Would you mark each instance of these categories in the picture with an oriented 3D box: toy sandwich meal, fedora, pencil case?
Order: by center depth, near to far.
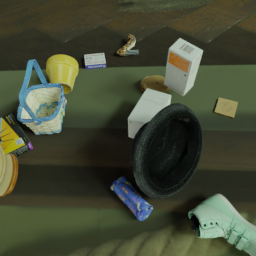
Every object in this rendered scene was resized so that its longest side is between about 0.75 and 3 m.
[{"bbox_3d":[0.100,2.104,8.448,0.579,0.645,1.485,-47,58,-1],"label":"pencil case"},{"bbox_3d":[0.977,0.619,8.469,2.862,2.862,1.307,-35,26,-27],"label":"fedora"},{"bbox_3d":[-4.638,1.329,8.866,2.385,0.817,2.385,-3,72,11],"label":"toy sandwich meal"},{"bbox_3d":[1.182,-1.778,12.054,1.321,0.452,1.321,2,51,-2],"label":"toy sandwich meal"}]

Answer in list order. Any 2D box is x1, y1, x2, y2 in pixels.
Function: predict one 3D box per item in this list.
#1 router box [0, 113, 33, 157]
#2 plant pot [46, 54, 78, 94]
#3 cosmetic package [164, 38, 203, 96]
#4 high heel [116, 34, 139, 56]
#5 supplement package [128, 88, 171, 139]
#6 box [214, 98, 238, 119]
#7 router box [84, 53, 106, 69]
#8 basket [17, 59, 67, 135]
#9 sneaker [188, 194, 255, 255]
[{"bbox_3d":[-4.443,0.383,10.084,1.328,0.455,1.781,-30,55,-24],"label":"router box"},{"bbox_3d":[-2.740,-2.136,11.614,1.327,1.327,1.248,-2,65,-2],"label":"plant pot"},{"bbox_3d":[1.997,-2.204,10.412,1.004,1.979,0.705,35,68,20],"label":"cosmetic package"},{"bbox_3d":[-0.158,-4.231,14.095,1.101,0.551,1.545,-6,57,-14],"label":"high heel"},{"bbox_3d":[0.816,-0.447,10.427,1.039,1.043,1.778,19,51,16],"label":"supplement package"},{"bbox_3d":[3.992,-0.824,11.401,0.783,0.102,0.958,18,51,16],"label":"box"},{"bbox_3d":[-1.580,-3.213,13.424,0.983,0.240,0.882,-6,49,-6],"label":"router box"},{"bbox_3d":[-3.132,-1.010,10.033,1.599,2.299,2.027,-8,53,10],"label":"basket"},{"bbox_3d":[2.663,2.953,7.511,1.398,0.872,2.370,-19,41,-23],"label":"sneaker"}]
